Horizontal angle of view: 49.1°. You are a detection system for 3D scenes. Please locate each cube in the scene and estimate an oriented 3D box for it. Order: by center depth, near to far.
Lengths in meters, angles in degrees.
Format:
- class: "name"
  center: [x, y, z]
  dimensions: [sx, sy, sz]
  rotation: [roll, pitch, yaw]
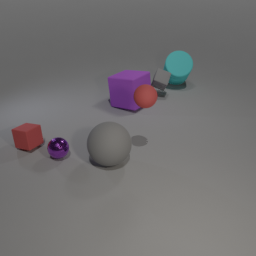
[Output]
- class: "cube"
  center: [-3.479, 0.287, 9.737]
  dimensions: [0.700, 0.700, 0.700]
  rotation: [7, 24, 26]
- class: "cube"
  center: [0.104, -1.757, 12.711]
  dimensions: [1.400, 1.400, 1.400]
  rotation: [12, 30, 34]
- class: "cube"
  center: [1.587, -2.339, 13.540]
  dimensions: [0.700, 0.700, 0.700]
  rotation: [21, 72, -2]

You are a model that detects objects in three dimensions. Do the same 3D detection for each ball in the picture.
- class: "ball"
  center: [0.511, -0.928, 8.215]
  dimensions: [0.700, 0.700, 0.700]
  rotation: [0, 29, 0]
- class: "ball"
  center: [-0.585, 0.497, 8.783]
  dimensions: [1.400, 1.400, 1.400]
  rotation: [0, 29, 0]
- class: "ball"
  center: [-2.283, 0.651, 9.174]
  dimensions: [0.700, 0.700, 0.700]
  rotation: [0, 29, 0]

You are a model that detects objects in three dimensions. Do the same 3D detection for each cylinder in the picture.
- class: "cylinder"
  center: [2.599, -3.141, 14.743]
  dimensions: [1.400, 1.400, 1.400]
  rotation: [1, -8, 2]
